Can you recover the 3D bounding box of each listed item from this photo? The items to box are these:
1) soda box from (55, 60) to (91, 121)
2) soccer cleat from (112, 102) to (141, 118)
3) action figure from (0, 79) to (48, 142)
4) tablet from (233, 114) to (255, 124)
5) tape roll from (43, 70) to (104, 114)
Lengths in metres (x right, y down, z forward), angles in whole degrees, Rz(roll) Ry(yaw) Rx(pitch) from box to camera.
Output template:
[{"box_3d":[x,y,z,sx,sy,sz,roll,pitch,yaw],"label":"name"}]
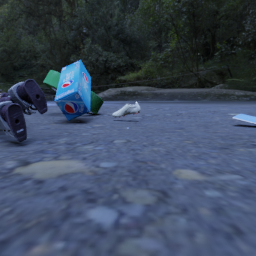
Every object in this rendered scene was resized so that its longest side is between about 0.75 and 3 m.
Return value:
[{"box_3d":[-1.954,-1.465,10.306,0.874,0.924,2.724,-22,35,9],"label":"soda box"},{"box_3d":[-0.083,-0.668,10.418,1.171,0.454,0.406,-12,11,26],"label":"soccer cleat"},{"box_3d":[-2.939,-0.362,6.090,2.657,0.922,1.729,2,36,39],"label":"action figure"},{"box_3d":[3.829,-0.236,8.559,1.061,0.072,0.691,19,25,40],"label":"tablet"},{"box_3d":[-2.655,-1.723,13.773,2.990,0.719,2.990,29,-5,3],"label":"tape roll"}]
